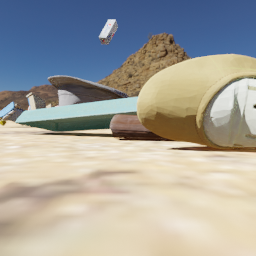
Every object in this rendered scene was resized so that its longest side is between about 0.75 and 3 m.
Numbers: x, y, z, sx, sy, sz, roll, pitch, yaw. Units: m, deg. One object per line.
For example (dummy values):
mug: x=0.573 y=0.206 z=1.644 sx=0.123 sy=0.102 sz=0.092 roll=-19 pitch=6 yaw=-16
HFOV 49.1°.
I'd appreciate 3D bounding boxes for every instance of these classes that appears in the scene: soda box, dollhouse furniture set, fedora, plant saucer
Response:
soda box: x=-0.718 y=-3.565 z=10.396 sx=0.320 sy=1.008 sz=0.344 roll=10 pitch=-30 yaw=21
dollhouse furniture set: x=-3.760 y=-0.251 z=10.720 sx=1.680 sy=1.096 sz=1.586 roll=-31 pitch=-31 yaw=15
fedora: x=-1.242 y=-0.652 z=8.791 sx=2.402 sy=1.227 sz=2.717 roll=5 pitch=-5 yaw=44
plant saucer: x=-0.431 y=-0.177 z=4.383 sx=2.860 sy=0.271 sz=1.000 roll=-4 pitch=-12 yaw=30

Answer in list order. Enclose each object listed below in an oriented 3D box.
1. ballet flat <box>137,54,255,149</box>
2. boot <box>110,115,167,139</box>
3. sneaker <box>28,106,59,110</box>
ballet flat: x=1.254 y=-0.171 z=2.371 sx=2.330 sy=0.800 sz=0.734 roll=-2 pitch=23 yaw=-18
boot: x=0.550 y=-0.045 z=3.691 sx=1.381 sy=0.444 sz=1.287 roll=-4 pitch=-2 yaw=23
sneaker: x=-3.065 y=-0.426 z=12.631 sx=1.474 sy=0.999 sz=2.551 roll=25 pitch=15 yaw=37
